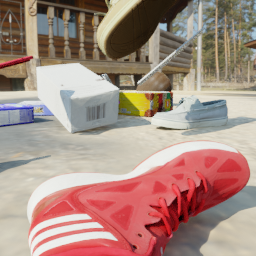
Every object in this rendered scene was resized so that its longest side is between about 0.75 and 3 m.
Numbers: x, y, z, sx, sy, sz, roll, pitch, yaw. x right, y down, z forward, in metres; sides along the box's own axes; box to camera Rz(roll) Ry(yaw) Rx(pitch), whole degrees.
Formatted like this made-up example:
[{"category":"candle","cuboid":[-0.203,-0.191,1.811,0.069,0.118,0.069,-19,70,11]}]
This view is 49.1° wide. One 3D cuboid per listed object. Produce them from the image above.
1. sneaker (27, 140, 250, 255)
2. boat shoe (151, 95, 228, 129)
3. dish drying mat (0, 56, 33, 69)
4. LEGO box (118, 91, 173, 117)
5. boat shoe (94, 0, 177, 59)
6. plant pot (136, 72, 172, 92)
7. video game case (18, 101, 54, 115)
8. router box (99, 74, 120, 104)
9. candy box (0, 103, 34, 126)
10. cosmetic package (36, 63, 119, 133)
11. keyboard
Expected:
[{"category":"sneaker","cuboid":[0.307,0.777,2.270,2.161,0.847,1.248,-15,21,-12]},{"category":"boat shoe","cuboid":[2.023,-0.552,9.013,2.865,1.020,1.000,-4,10,-25]},{"category":"dish drying mat","cuboid":[-2.616,-1.393,6.127,0.516,0.122,1.344,-8,20,16]},{"category":"LEGO box","cuboid":[0.468,-1.162,12.784,2.585,0.998,1.925,7,12,37]},{"category":"boat shoe","cuboid":[0.225,-2.556,5.694,0.925,1.082,2.952,29,64,20]},{"category":"plant pot","cuboid":[1.248,-1.994,16.012,1.939,1.939,2.075,5,30,27]},{"category":"video game case","cuboid":[-3.866,-0.923,12.850,2.228,0.506,2.019,-1,9,-5]},{"category":"router box","cuboid":[-1.643,-1.397,11.658,2.133,0.730,2.860,-18,24,-4]},{"category":"candy box","cuboid":[-4.346,-0.461,9.655,1.406,0.641,1.663,10,13,41]},{"category":"cosmetic package","cuboid":[-1.696,-1.095,8.967,1.648,1.185,2.921,-15,35,-32]},{"category":"keyboard","cuboid":[1.163,-1.937,7.771,2.247,0.120,0.633,-40,3,9]}]
